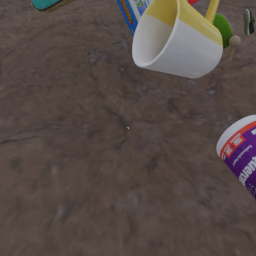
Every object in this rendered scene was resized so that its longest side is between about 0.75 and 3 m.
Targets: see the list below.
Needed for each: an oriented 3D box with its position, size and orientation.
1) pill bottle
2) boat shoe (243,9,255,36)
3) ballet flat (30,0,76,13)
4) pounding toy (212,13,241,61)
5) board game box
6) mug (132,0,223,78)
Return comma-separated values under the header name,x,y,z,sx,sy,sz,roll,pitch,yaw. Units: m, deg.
name,x,y,z,sx,sy,sz,roll,pitch,yaw
pill bottle,1.307,0.390,2.504,0.569,0.569,1.012,-18,50,-18
boat shoe,3.403,-2.977,7.817,0.260,0.865,0.308,-23,54,7
ballet flat,-1.095,-2.850,5.601,1.787,0.630,0.583,-19,19,4
pounding toy,2.248,-2.311,7.238,0.555,0.923,1.196,-27,69,-13
board game box,0.776,-4.478,7.809,2.712,2.770,0.774,-35,26,-13
mug,1.111,-1.699,5.210,1.406,1.713,1.372,15,45,-29
